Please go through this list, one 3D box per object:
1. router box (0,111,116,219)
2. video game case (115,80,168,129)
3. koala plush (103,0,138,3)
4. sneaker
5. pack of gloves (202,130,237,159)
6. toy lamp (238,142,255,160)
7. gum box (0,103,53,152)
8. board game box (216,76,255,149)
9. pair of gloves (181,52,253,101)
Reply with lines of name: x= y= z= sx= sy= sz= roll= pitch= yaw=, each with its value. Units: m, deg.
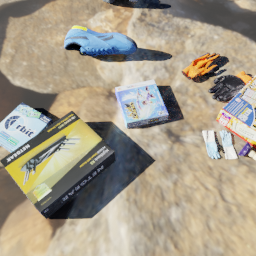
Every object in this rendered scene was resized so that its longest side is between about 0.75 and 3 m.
router box: x=-1.843 y=0.889 z=7.581 sx=2.406 sy=0.628 sz=1.892 roll=-39 pitch=65 yaw=-22
video game case: x=0.406 y=-0.786 z=8.837 sx=1.330 sy=0.334 sz=1.468 roll=-13 pitch=59 yaw=-7
koala plush: x=-0.301 y=-5.866 z=11.731 sx=1.458 sy=1.340 sz=1.293 roll=-10 pitch=66 yaw=-30
sneaker: x=-0.993 y=-2.847 z=9.901 sx=2.614 sy=0.862 sz=1.025 roll=14 pitch=67 yaw=10
pack of gloves: x=2.676 y=0.443 z=8.123 sx=0.815 sy=0.191 sz=0.970 roll=-4 pitch=59 yaw=-2
toy lamp: x=3.904 y=1.047 z=7.569 sx=1.783 sy=0.519 sz=0.519 roll=36 pitch=64 yaw=19
gum box: x=-3.151 y=0.047 z=8.316 sx=1.204 sy=0.316 sz=1.417 roll=28 pitch=62 yaw=16
board game box: x=4.447 y=-0.182 z=8.242 sx=2.157 sy=0.659 sz=2.848 roll=-40 pitch=66 yaw=-23
pair of gloves: x=3.005 y=-1.776 z=9.532 sx=1.768 sy=0.245 sz=1.984 roll=-34 pitch=66 yaw=-21
